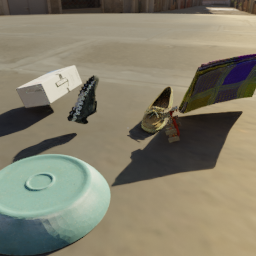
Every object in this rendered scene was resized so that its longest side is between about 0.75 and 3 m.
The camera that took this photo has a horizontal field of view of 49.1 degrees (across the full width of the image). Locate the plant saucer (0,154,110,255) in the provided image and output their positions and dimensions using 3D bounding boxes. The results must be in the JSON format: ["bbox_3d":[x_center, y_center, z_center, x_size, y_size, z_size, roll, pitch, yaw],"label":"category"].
[{"bbox_3d":[-1.549,1.111,5.036,2.456,0.441,2.456,0,26,0],"label":"plant saucer"}]

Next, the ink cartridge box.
[{"bbox_3d":[-2.454,-1.312,8.844,1.194,0.689,1.635,-4,27,34],"label":"ink cartridge box"}]

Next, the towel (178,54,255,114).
[{"bbox_3d":[2.827,-1.252,8.004,2.742,1.969,0.312,-14,59,-17],"label":"towel"}]

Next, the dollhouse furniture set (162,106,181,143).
[{"bbox_3d":[1.179,-0.135,7.115,0.403,0.774,0.782,-15,23,21],"label":"dollhouse furniture set"}]

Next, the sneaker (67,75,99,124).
[{"bbox_3d":[-1.049,-0.711,7.515,0.635,1.403,0.466,27,-1,-31],"label":"sneaker"}]

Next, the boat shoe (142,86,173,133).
[{"bbox_3d":[0.852,-0.552,7.951,0.646,0.552,1.763,17,44,12],"label":"boat shoe"}]
